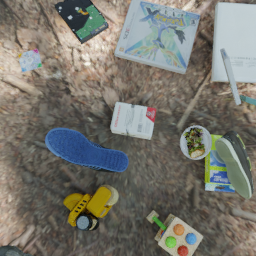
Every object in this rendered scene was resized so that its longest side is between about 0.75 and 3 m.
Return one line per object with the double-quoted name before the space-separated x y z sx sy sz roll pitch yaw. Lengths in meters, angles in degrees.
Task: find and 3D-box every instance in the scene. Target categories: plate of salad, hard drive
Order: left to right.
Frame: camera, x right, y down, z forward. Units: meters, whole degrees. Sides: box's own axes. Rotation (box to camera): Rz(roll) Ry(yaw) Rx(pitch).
"hard drive" -1.767 -4.261 10.708 1.302 0.353 1.864 -36 79 -7
"plate of salad" 2.244 0.485 9.418 1.150 0.276 1.150 -6 81 38
"hard drive" 3.945 -3.001 10.005 1.772 0.353 2.687 2 93 -4

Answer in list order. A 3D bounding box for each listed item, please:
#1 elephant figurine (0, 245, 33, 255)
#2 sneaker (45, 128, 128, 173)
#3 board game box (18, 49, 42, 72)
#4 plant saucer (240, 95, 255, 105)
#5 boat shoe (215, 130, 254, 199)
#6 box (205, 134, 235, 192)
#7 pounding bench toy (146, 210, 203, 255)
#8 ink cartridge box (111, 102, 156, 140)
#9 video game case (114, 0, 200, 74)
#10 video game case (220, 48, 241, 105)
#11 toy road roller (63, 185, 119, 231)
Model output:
"elephant figurine" -3.430 4.323 8.162 2.167 1.976 2.793 10 59 -26
"sneaker" -1.208 0.714 7.780 2.438 0.950 0.855 25 69 -26
"board game box" -3.671 -2.534 10.452 0.769 0.099 0.768 -17 77 -4
"plant saucer" 5.108 -0.663 9.713 2.423 0.847 0.230 20 103 4
"boat shoe" 3.442 1.150 8.630 0.679 0.803 2.254 -34 108 -21
"box" 3.175 1.190 9.398 1.119 0.437 1.835 6 77 -7
"pounding bench toy" 1.289 3.190 8.598 1.553 1.211 0.965 35 80 7
"ink cartridge box" 0.186 -0.248 9.684 1.411 0.591 1.018 11 78 2
"video game case" 1.125 -3.509 10.562 2.720 0.299 2.479 16 78 3
"video game case" 3.183 -1.634 8.715 0.163 1.349 1.480 -16 113 20
"toy road roller" -1.242 2.377 8.904 1.239 1.043 1.697 36 80 19
